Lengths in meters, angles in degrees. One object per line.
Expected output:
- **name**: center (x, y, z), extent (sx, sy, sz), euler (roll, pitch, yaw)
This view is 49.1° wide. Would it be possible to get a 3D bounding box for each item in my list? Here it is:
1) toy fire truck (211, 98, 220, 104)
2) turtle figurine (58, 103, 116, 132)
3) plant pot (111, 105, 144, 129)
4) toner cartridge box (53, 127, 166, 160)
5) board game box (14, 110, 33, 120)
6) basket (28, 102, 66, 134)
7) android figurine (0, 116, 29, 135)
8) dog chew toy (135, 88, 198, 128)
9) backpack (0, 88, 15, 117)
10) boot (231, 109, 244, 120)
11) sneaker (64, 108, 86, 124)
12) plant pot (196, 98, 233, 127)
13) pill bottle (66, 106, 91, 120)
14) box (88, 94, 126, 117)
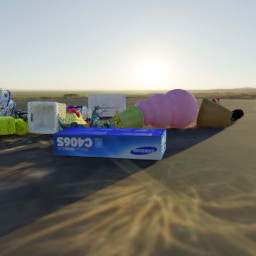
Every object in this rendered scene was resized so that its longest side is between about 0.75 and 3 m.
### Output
- **toy fire truck**: center (4.353, -0.912, 13.356), extent (0.347, 1.003, 1.422), euler (-13, 6, 9)
- **turtle figurine**: center (-1.002, -0.109, 7.849), extent (1.795, 0.904, 1.344), euler (-13, 12, -10)
- **plant pot**: center (-0.075, -0.243, 9.492), extent (0.835, 0.909, 0.909), euler (-20, 18, -38)
- **toner cartridge box**: center (-0.357, 0.307, 6.225), extent (2.312, 0.499, 1.098), euler (1, 9, 13)
- **board game box**: center (-4.273, -0.727, 14.450), extent (2.813, 0.396, 1.902), euler (-4, 8, -27)
- **basket**: center (-2.646, -0.357, 9.297), extent (1.039, 1.030, 0.836), euler (2, 5, 15)
- **android figurine**: center (-4.387, -0.026, 8.459), extent (2.589, 0.584, 2.844), euler (-4, 8, -29)
- **dog chew toy**: center (1.296, -0.636, 10.286), extent (2.399, 1.494, 1.494), euler (-9, 9, -13)
- **backpack**: center (-5.199, -0.862, 11.022), extent (1.651, 1.572, 1.272), euler (6, -7, 39)
- **boot**: center (5.300, -0.646, 13.532), extent (1.183, 0.452, 0.994), euler (-9, 6, -13)
- **sneaker**: center (-1.762, -0.265, 9.448), extent (0.690, 0.797, 1.766), euler (-2, 6, -4)
- **plant pot**: center (3.330, -0.484, 10.712), extent (1.177, 1.097, 1.097), euler (16, 13, 19)
- **pill bottle**: center (-2.349, -0.691, 13.063), extent (1.215, 0.683, 0.683), euler (1, 8, 3)
- **box**: center (-1.154, -1.252, 15.261), extent (1.961, 1.219, 0.956), euler (-1, 8, -9)
